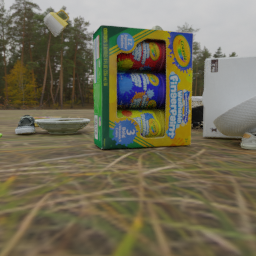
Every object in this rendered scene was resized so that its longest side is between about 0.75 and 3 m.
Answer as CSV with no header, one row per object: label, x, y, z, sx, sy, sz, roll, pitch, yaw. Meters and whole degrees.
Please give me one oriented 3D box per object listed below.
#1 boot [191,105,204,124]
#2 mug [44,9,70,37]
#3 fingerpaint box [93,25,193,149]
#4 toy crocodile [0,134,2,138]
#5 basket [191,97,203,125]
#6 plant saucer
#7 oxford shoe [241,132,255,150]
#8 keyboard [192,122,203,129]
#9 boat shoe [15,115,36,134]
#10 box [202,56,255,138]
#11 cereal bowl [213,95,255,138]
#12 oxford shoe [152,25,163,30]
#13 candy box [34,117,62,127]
boot,1.854,-0.433,11.306,2.323,0.850,1.749,-12,3,-21
mug,-2.814,-4.135,10.941,0.721,0.739,0.900,-19,31,54
fingerpaint box,0.322,-0.841,6.199,2.072,2.483,0.911,-1,5,-18
toy crocodile,-3.747,0.166,6.966,1.172,0.362,0.396,1,5,2
basket,3.560,-0.839,13.149,1.629,1.322,1.643,0,4,0
plant saucer,-2.114,-0.060,9.140,1.764,0.443,1.764,-1,5,0
oxford shoe,3.017,0.252,5.938,1.299,0.375,0.488,0,3,-11
keyboard,3.071,-0.020,9.949,1.549,0.251,2.438,6,3,-5
boat shoe,-3.330,-0.134,9.100,0.604,0.594,1.675,-2,5,-19
box,3.261,-0.806,7.726,2.164,2.153,1.414,2,5,24
cereal bowl,2.788,-0.234,6.319,1.574,0.655,1.574,-24,-14,-6
oxford shoe,1.181,-2.535,10.373,0.947,2.518,0.727,-1,-17,-46
candy box,-3.706,-0.290,12.220,0.816,0.395,1.399,3,4,39
